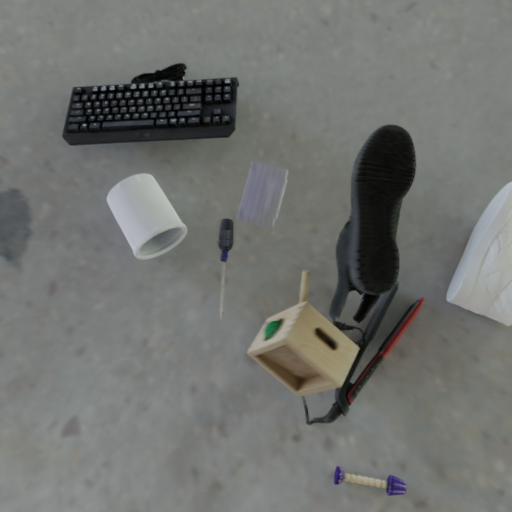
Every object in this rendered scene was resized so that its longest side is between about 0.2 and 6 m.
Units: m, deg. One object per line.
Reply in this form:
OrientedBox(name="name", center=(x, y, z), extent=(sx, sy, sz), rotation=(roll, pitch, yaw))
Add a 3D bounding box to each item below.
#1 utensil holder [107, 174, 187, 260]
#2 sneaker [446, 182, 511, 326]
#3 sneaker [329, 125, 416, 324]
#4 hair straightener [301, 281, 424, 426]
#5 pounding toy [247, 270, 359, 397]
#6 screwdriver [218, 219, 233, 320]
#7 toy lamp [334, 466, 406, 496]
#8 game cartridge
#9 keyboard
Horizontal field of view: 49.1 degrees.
OrientedBox(name="utensil holder", center=(-2.096, -0.746, 10.630), extent=(1.092, 1.092, 1.285), rotation=(-31, 75, -8))
OrientedBox(name="sneaker", center=(4.799, 0.018, 10.559), extent=(1.487, 0.948, 2.573), rotation=(26, 87, 5))
OrientedBox(name="sneaker", center=(1.794, -0.425, 9.141), extent=(0.942, 1.635, 3.135), rotation=(7, 88, -4))
OrientedBox(name="hair straightener", center=(1.746, 1.718, 10.318), extent=(1.207, 0.642, 3.136), rotation=(36, 83, 9))
OrientedBox(name="pounding toy", center=(0.753, 1.297, 9.123), extent=(1.558, 1.434, 1.108), rotation=(42, 55, -11))
OrientedBox(name="screwdriver", center=(-0.623, 0.259, 10.288), extent=(0.265, 0.276, 1.898), rotation=(13, 97, 46))
OrientedBox(name="toy lamp", center=(1.998, 3.945, 9.802), extent=(1.230, 0.358, 0.358), rotation=(11, 76, 4))
OrientedBox(name="game cartridge", center=(0.101, -0.871, 8.006), extent=(0.558, 0.165, 0.861), rotation=(15, 85, 4))
OrientedBox(name="keyboard", center=(-2.076, -3.158, 11.268), extent=(3.430, 0.440, 2.059), rotation=(-1, 57, 5))
